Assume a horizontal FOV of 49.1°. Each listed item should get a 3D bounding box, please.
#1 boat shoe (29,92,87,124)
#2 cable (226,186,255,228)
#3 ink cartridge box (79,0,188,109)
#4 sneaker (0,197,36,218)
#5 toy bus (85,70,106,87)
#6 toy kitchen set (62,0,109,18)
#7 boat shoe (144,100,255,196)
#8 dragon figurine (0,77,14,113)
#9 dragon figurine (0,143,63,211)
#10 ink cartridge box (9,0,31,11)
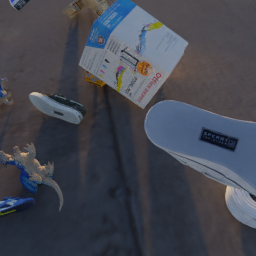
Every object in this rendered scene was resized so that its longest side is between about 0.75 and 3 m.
[{"bbox_3d":[-2.149,-0.708,8.652,1.857,0.657,0.591,23,52,10],"label":"boat shoe"},{"bbox_3d":[3.077,1.644,6.602,1.448,0.501,1.448,28,54,23],"label":"cable"},{"bbox_3d":[0.167,-2.277,8.641,2.506,1.845,1.813,34,53,-3],"label":"ink cartridge box"},{"bbox_3d":[-2.698,1.775,6.590,0.995,0.368,0.409,-11,47,-11],"label":"sneaker"},{"bbox_3d":[-0.772,-2.247,9.898,0.627,0.754,1.925,19,51,16],"label":"toy bus"},{"bbox_3d":[-1.843,-4.918,12.374,1.725,1.556,1.407,-16,29,43],"label":"toy kitchen set"},{"bbox_3d":[1.692,0.387,4.444,2.954,0.965,1.087,28,84,15],"label":"boat shoe"},{"bbox_3d":[-4.311,-0.877,8.818,0.936,0.554,1.884,21,51,18],"label":"dragon figurine"},{"bbox_3d":[-2.297,1.134,6.939,2.288,1.137,0.673,41,56,8],"label":"dragon figurine"},{"bbox_3d":[-2.356,-3.421,6.657,1.164,0.255,1.175,-39,49,7],"label":"ink cartridge box"}]
